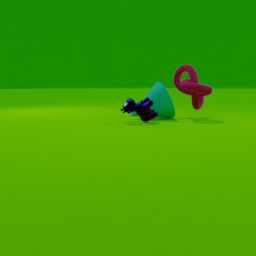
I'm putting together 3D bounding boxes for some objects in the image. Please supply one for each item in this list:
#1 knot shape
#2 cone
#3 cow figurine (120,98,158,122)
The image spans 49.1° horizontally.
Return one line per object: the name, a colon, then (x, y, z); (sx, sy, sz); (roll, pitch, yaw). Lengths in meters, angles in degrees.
knot shape: (2.337, -1.608, 10.474); (0.824, 1.668, 1.783); (-36, -21, 3)
cone: (0.731, -0.743, 10.326); (1.468, 1.463, 1.463); (-25, 13, -8)
cow figurine: (0.360, -0.570, 9.247); (1.063, 1.080, 0.593); (-31, 30, -7)
